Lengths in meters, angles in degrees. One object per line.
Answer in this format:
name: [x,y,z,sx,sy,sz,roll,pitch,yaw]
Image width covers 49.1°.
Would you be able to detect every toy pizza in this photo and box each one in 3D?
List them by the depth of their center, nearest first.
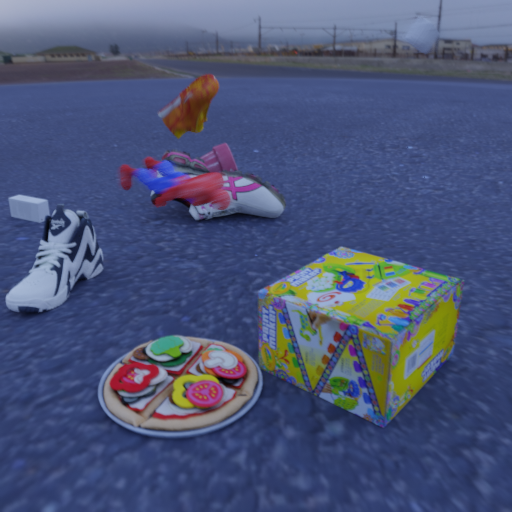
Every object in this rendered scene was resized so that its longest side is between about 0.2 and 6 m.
toy pizza: [-1.018,1.626,7.620,2.209,0.350,2.209,0,23,0]

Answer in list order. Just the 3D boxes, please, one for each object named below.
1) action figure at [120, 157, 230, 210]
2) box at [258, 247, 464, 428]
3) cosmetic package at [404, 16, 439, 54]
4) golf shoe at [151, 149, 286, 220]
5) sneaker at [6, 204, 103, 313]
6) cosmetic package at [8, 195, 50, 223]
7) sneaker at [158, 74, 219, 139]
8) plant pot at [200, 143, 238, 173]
action figure: [-1.173,-1.041,8.424,0.806,0.637,2.465,-20,24,-34]
box: [1.471,0.967,7.952,2.054,1.301,2.133,19,30,37]
cosmetic package: [3.144,-4.172,10.608,0.330,0.453,0.890,39,24,15]
golf shoe: [-0.978,-1.444,14.173,3.416,1.573,1.240,17,-19,6]
sneaker: [-3.669,-0.088,10.131,0.959,1.563,2.402,9,25,23]
cosmetic package: [-5.713,-1.192,14.104,1.014,0.514,0.361,12,25,25]
sneaker: [-1.190,-2.934,11.061,0.793,0.838,2.172,-47,16,-22]
plant pot: [-1.223,-2.178,15.433,1.352,1.511,1.511,-20,26,-6]
